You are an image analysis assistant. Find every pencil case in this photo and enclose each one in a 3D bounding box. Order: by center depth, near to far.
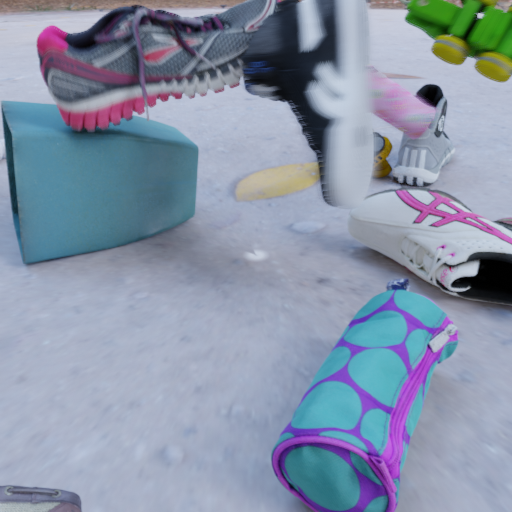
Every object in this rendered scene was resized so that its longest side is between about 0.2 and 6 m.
[{"bbox_3d":[1.135,1.262,5.258,1.147,1.057,2.483,-22,13,38],"label":"pencil case"},{"bbox_3d":[2.122,-2.438,8.824,1.408,0.616,0.616,34,31,-6],"label":"pencil case"}]

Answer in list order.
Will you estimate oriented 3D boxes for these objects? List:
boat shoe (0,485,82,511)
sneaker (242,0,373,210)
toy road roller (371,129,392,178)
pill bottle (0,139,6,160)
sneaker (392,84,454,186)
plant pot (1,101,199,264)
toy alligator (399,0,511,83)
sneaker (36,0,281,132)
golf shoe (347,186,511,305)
[{"bbox_3d":[-2.250,2.073,4.333,1.788,0.643,0.579,2,23,-3],"label":"boat shoe"},{"bbox_3d":[0.574,-1.834,6.853,1.559,2.788,1.018,-3,-16,24],"label":"sneaker"},{"bbox_3d":[2.162,-1.941,11.527,1.400,1.022,0.860,-37,29,10],"label":"toy road roller"},{"bbox_3d":[-5.885,-2.305,12.309,0.843,0.504,0.504,-22,36,-36],"label":"pill bottle"},{"bbox_3d":[3.686,-2.791,11.845,1.165,1.793,3.105,10,31,17],"label":"sneaker"},{"bbox_3d":[-2.488,-1.340,9.156,2.829,1.999,1.998,-8,30,-25],"label":"plant pot"},{"bbox_3d":[2.631,-2.992,7.332,3.046,0.903,0.827,32,10,22],"label":"toy alligator"},{"bbox_3d":[-1.190,-2.795,7.500,3.390,1.266,1.367,-22,41,-6],"label":"sneaker"},{"bbox_3d":[2.634,-0.143,7.752,3.130,1.136,1.441,17,33,27],"label":"golf shoe"}]
